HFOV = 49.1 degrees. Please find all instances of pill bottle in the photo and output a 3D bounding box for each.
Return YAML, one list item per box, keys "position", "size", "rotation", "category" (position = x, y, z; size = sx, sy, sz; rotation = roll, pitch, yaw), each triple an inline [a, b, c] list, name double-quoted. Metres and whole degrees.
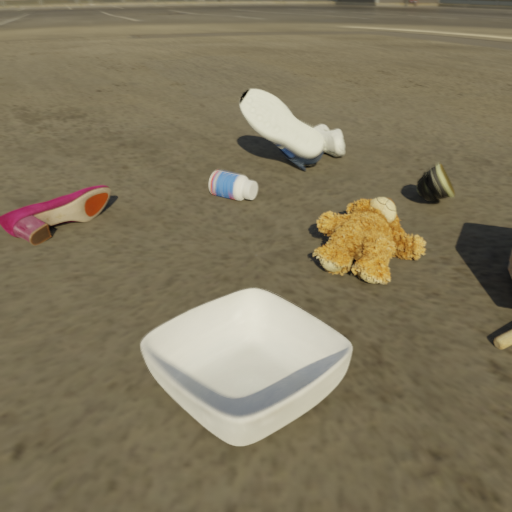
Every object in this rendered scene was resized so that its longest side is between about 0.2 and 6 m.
- position: [-0.474, -1.460, 11.780]
  size: [0.955, 0.536, 0.536]
  rotation: [16, 32, 27]
  category: "pill bottle"

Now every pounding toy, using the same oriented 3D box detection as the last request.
- position: [4.440, 0.315, 7.769]
  size: [2.063, 1.593, 2.241]
  rotation: [9, 19, 15]
  category: "pounding toy"

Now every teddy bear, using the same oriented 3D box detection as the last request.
- position: [1.884, -0.346, 9.422]
  size: [1.787, 0.823, 2.465]
  rotation: [24, 36, 34]
  category: "teddy bear"

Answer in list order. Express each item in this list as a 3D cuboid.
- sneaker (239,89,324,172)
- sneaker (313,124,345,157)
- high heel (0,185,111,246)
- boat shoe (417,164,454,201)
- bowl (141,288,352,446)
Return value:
- position: [0.570, -2.930, 13.361]
  size: [2.281, 0.919, 1.670]
  rotation: [34, -3, 0]
  category: "sneaker"
- position: [1.643, -2.902, 14.481]
  size: [0.926, 0.726, 1.863]
  rotation: [-14, 22, -13]
  category: "sneaker"
- position: [-3.774, -0.965, 10.623]
  size: [0.998, 0.700, 2.076]
  rotation: [27, 40, 23]
  category: "high heel"
- position: [3.541, -1.383, 11.206]
  size: [0.623, 0.678, 1.897]
  rotation: [-23, -3, 17]
  category: "boat shoe"
- position: [-0.117, 1.285, 6.430]
  size: [1.954, 0.729, 1.951]
  rotation: [-22, 34, -36]
  category: "bowl"
